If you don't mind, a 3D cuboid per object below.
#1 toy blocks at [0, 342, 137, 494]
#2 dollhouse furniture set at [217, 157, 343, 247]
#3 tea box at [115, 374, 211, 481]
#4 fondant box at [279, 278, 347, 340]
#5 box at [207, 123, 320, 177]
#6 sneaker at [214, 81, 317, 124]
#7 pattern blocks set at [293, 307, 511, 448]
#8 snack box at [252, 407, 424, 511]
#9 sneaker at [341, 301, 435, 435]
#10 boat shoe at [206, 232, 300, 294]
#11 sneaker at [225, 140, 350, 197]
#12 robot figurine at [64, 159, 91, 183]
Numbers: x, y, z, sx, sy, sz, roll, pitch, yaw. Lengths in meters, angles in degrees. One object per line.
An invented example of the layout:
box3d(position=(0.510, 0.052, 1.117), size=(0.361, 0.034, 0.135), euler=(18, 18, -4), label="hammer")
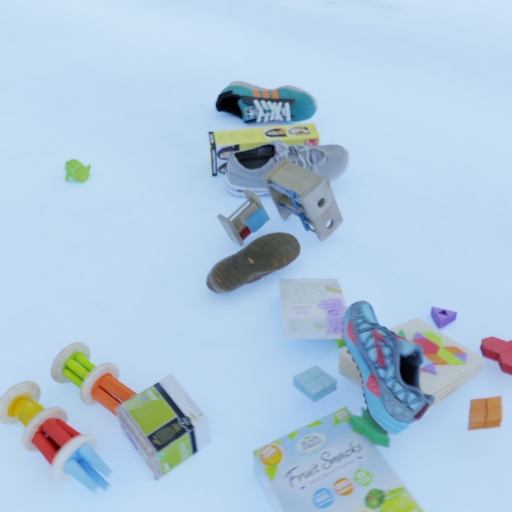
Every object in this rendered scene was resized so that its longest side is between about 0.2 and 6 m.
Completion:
box3d(position=(-2.326, 2.208, 7.668), size=(1.943, 0.706, 1.619), euler=(28, 49, 28), label="toy blocks")
box3d(position=(0.486, -0.690, 10.638), size=(1.783, 1.250, 1.257), euler=(-43, 45, -13), label="dollhouse furniture set")
box3d(position=(-1.258, 2.305, 7.607), size=(0.927, 0.630, 0.943), euler=(-27, 48, -27), label="tea box")
box3d(position=(0.916, 0.834, 9.127), size=(1.036, 0.418, 1.437), euler=(-1, 23, 0), label="fondant box")
box3d(position=(0.156, -2.411, 12.755), size=(2.486, 0.936, 0.623), euler=(-6, 48, -8), label="box")
box3d(position=(0.189, -3.790, 14.391), size=(2.700, 0.964, 1.079), euler=(14, 47, 24), label="sneaker")
box3d(position=(2.302, 1.573, 8.237), size=(2.870, 0.265, 3.265), euler=(23, 36, 38), label="pattern blocks set")
box3d(position=(0.968, 2.933, 6.931), size=(1.461, 0.586, 1.732), euler=(-20, 44, -20), label="snack box")
box3d(position=(1.791, 1.308, 7.345), size=(0.749, 0.902, 1.889), euler=(21, 40, -38), label="sneaker")
box3d(position=(-0.079, 0.115, 10.017), size=(1.905, 0.643, 0.686), euler=(-25, 89, -26), label="boat shoe")
box3d(position=(0.653, -1.913, 11.765), size=(2.715, 1.113, 1.014), euler=(-11, 59, -1), label="sneaker")
box3d(position=(-4.021, -1.906, 12.571), size=(0.630, 0.415, 0.718), euler=(-30, 50, -30), label="robot figurine")
